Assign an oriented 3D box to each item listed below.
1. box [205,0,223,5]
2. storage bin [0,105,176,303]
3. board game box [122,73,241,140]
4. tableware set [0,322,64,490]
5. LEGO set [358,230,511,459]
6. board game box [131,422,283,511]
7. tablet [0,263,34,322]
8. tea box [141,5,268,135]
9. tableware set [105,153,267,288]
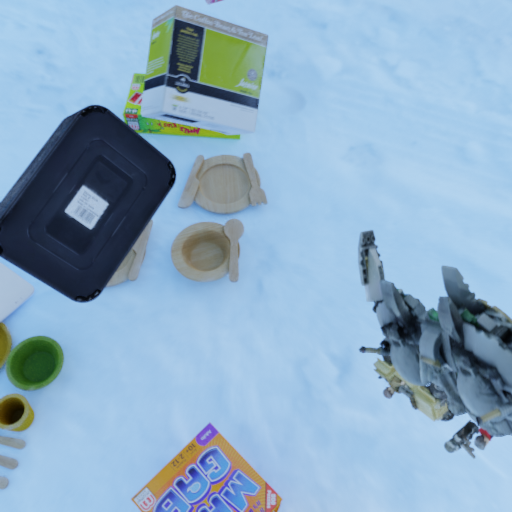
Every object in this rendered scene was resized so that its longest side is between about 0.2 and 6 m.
[{"bbox_3d":[-0.605,-4.798,7.814,1.048,1.004,2.103,-33,97,-32],"label":"box"},{"bbox_3d":[-1.958,-0.577,6.254,1.277,0.886,1.889,39,75,-29],"label":"storage bin"},{"bbox_3d":[-1.235,-2.652,9.915,2.011,0.479,1.022,4,60,2],"label":"board game box"},{"bbox_3d":[-4.310,1.665,7.461,3.193,0.490,2.151,13,61,8],"label":"tableware set"},{"bbox_3d":[1.591,1.053,4.600,1.019,3.596,2.335,-38,50,-16],"label":"LEGO set"},{"bbox_3d":[-0.528,2.846,6.395,1.159,1.158,1.158,41,67,20],"label":"board game box"},{"bbox_3d":[-4.322,0.790,7.967,1.271,0.133,1.954,31,54,16],"label":"tablet"},{"bbox_3d":[-0.672,-2.320,7.208,1.301,0.869,1.279,6,97,-30],"label":"tea box"},{"bbox_3d":[-1.419,-0.689,8.864,3.179,0.369,2.656,3,60,2],"label":"tableware set"}]
